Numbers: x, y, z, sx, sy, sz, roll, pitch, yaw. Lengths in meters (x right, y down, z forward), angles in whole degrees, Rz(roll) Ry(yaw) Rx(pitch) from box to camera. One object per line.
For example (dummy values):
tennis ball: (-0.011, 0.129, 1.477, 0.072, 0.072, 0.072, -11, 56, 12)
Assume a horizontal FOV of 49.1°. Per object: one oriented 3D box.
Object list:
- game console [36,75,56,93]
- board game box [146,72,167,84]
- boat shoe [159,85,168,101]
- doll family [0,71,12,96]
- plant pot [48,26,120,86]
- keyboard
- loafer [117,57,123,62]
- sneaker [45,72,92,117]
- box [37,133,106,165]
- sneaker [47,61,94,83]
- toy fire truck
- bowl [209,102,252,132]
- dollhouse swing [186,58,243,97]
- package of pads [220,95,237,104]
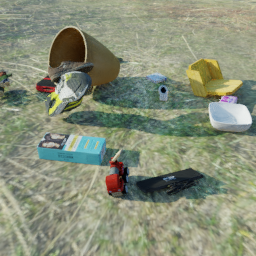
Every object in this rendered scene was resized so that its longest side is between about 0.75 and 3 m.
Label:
game console: (-3.386, -2.280, 14.306, 2.179, 0.338, 1.927, 8, 30, 10)
board game box: (1.505, -2.666, 14.915, 0.786, 0.171, 0.790, -21, 40, -27)
boat shoe: (1.681, -1.794, 13.424, 0.477, 0.454, 1.325, 6, 35, 9)
doll family: (-6.617, -1.915, 13.221, 2.435, 0.955, 1.408, -18, 43, -19)
plant pot: (-1.828, -3.139, 13.505, 2.723, 2.723, 2.922, 30, 19, 36)
keyboard: (1.333, 1.744, 8.612, 2.000, 0.396, 1.041, -12, 14, -15)
loafer: (-0.780, -4.119, 16.832, 1.017, 0.354, 0.383, -13, 37, -18)
sneaker: (-2.219, -1.392, 11.089, 2.856, 1.063, 1.208, -27, -7, 42)
box: (-1.935, 0.706, 9.780, 2.205, 0.542, 0.907, 5, 35, 7)
sneaker: (-2.224, -2.368, 10.884, 1.820, 0.641, 0.688, -24, 79, -26)
toy fire truck: (-0.335, 1.265, 8.231, 0.765, 1.189, 1.047, -12, 38, 16)
bowl: (4.056, -0.385, 11.303, 1.579, 0.590, 1.581, 5, 34, 7)
dollhouse swing: (4.200, -2.512, 13.374, 1.975, 1.795, 1.737, -33, 17, -38)
package of pads: (4.389, -1.069, 12.434, 0.640, 0.402, 1.062, 19, 39, 25)
